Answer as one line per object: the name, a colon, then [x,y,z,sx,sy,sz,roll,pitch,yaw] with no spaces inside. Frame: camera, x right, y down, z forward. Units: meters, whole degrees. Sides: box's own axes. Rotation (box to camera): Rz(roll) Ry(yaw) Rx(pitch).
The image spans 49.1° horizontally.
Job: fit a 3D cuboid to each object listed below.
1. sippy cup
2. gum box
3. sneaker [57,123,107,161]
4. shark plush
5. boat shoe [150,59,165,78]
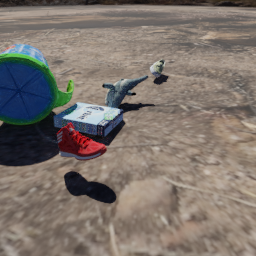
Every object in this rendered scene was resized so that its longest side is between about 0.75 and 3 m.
sippy cup: [-2.995,-1.407,7.895,2.039,2.596,1.903,-34,36,11]
gum box: [-1.050,-0.273,7.715,1.492,0.332,1.268,10,25,18]
sneaker: [-0.987,0.248,5.523,1.154,0.667,0.452,-4,23,28]
shark plush: [-0.046,-1.147,8.983,1.754,0.797,0.731,-27,51,-31]
boat shoe: [1.226,-2.478,11.355,0.492,0.424,1.367,40,31,-14]
